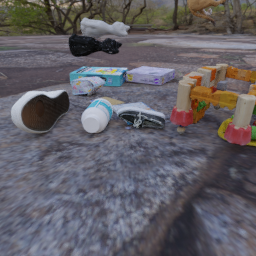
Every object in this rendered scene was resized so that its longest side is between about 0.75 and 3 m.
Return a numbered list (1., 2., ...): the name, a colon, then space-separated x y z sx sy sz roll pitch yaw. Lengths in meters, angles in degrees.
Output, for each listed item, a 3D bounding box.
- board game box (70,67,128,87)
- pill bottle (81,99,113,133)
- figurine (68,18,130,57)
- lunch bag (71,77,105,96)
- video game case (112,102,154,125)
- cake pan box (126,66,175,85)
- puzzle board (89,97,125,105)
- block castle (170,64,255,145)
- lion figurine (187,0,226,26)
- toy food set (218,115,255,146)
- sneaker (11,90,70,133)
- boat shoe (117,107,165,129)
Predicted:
1. board game box: -1.253 -2.358 12.658 2.235 0.524 1.687 4 22 10
2. pill bottle: -0.817 -0.300 7.339 0.673 0.673 1.216 3 23 8
3. figurine: -0.875 -3.048 9.419 1.680 0.741 1.721 8 51 15
4. lunch bag: -1.495 -1.596 10.615 1.036 0.658 0.878 -2 18 22
5. video game case: 0.234 -0.474 8.488 1.071 0.133 1.497 -8 23 -19
6. cake pan box: 1.077 -2.466 12.994 1.747 0.496 1.897 13 25 24
7. puzzle board: -0.727 -0.860 9.522 1.018 0.089 0.767 20 30 41
8. block castle: 2.566 -0.652 7.330 1.996 1.401 2.987 20 31 31
9. lion figurine: 1.985 -3.916 7.535 1.413 2.307 0.836 -16 26 -27
10. toy food set: 3.151 -0.019 6.706 1.863 0.608 1.096 8 23 19
11. sneaker: -2.540 -0.456 7.492 1.168 1.005 2.759 -2 11 8
12. boat shoe: 0.332 -0.213 7.420 1.293 0.477 0.442 12 52 -1
